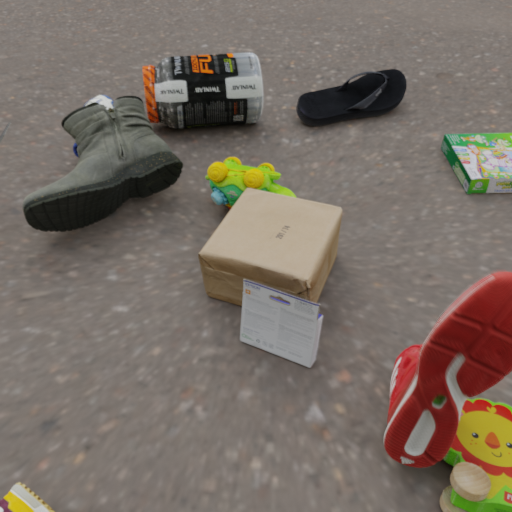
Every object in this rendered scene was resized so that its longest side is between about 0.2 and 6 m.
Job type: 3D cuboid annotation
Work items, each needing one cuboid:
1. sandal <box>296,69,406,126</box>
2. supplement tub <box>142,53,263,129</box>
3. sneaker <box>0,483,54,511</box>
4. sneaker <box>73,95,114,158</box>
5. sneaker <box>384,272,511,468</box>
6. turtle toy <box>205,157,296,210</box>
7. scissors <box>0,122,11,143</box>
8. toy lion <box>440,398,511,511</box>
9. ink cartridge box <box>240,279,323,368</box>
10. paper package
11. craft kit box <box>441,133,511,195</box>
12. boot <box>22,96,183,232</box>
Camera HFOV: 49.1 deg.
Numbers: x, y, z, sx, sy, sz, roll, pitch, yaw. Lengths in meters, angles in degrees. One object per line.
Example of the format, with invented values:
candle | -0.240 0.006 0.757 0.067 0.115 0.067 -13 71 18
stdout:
sandal | 2.314 -3.679 12.826 2.879 0.617 1.095 -23 67 -19
supplement tub | -1.170 -3.609 12.298 2.496 1.529 1.529 -6 41 -8
sneaker | -1.996 2.980 5.316 1.786 0.669 0.805 22 53 32
sneaker | -3.257 -2.493 11.416 1.139 0.972 2.583 -21 43 -22
sneaker | 2.068 1.027 6.267 0.947 2.418 1.397 27 22 -4
turtle toy | -0.097 -1.181 9.931 1.715 0.867 1.250 13 18 11
scissors | -4.679 -1.229 9.391 0.154 2.217 0.811 32 21 -27
toy lion | 2.805 2.308 6.197 1.666 0.572 1.596 18 36 19
ink cartridge box | 0.321 0.847 7.389 1.099 1.101 0.223 19 37 20
paper package | 0.271 -0.061 8.574 1.750 0.950 1.836 15 43 17
craft kit box | 4.809 -1.864 11.140 1.752 0.430 1.774 0 41 -4
boot | -2.974 -1.711 9.965 2.996 1.014 1.957 -27 69 -29
